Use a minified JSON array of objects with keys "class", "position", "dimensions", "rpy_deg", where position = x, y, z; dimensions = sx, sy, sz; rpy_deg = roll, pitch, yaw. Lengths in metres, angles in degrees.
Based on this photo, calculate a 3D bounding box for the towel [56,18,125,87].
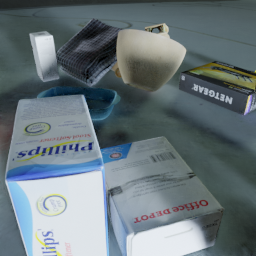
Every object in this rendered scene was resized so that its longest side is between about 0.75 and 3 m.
[{"class":"towel","position":[-1.493,-3.378,12.135],"dimensions":[2.431,1.257,2.936],"rpy_deg":[29,70,41]}]

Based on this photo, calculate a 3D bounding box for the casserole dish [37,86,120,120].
[{"class":"casserole dish","position":[-1.669,-0.848,9.591],"dimensions":[2.841,0.551,1.721],"rpy_deg":[4,31,8]}]

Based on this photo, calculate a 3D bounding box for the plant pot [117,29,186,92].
[{"class":"plant pot","position":[0.588,-2.037,9.108],"dimensions":[2.247,1.508,2.247],"rpy_deg":[15,4,-1]}]

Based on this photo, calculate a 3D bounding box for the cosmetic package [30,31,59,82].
[{"class":"cosmetic package","position":[-3.551,-3.053,11.964],"dimensions":[0.762,1.879,1.060],"rpy_deg":[-16,32,-24]}]

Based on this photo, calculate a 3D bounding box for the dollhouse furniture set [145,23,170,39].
[{"class":"dollhouse furniture set","position":[1.018,-2.524,9.075],"dimensions":[0.757,1.204,1.362],"rpy_deg":[-8,39,11]}]

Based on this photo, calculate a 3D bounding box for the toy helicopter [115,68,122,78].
[{"class":"toy helicopter","position":[0.355,-2.242,11.249],"dimensions":[1.838,1.216,0.725],"rpy_deg":[8,32,13]}]

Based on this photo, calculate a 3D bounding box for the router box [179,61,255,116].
[{"class":"router box","position":[3.811,-1.643,10.666],"dimensions":[2.306,0.766,2.933],"rpy_deg":[-23,38,-33]}]

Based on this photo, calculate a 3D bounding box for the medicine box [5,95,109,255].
[{"class":"medicine box","position":[-1.178,0.921,4.980],"dimensions":[1.264,2.238,2.457],"rpy_deg":[-8,32,-13]}]

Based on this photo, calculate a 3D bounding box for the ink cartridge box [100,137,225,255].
[{"class":"ink cartridge box","position":[0.428,1.305,5.553],"dimensions":[1.717,0.991,2.366],"rpy_deg":[-10,32,-16]}]

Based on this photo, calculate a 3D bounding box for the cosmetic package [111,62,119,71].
[{"class":"cosmetic package","position":[0.225,-2.972,12.745],"dimensions":[1.372,0.927,2.607],"rpy_deg":[-23,38,-33]}]
